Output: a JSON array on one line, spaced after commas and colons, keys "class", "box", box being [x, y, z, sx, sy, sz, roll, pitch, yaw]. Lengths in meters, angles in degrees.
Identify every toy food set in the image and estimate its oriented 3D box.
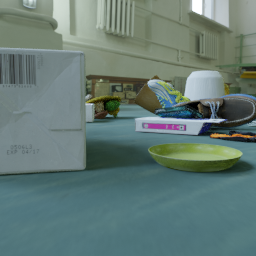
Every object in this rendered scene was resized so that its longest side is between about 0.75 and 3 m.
[{"class": "toy food set", "box": [-1.275, -0.789, 12.967, 1.619, 0.899, 2.751, -25, -10, 32]}]

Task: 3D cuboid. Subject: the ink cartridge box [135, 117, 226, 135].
[{"class": "ink cartridge box", "box": [1.409, -0.078, 7.531, 2.254, 0.418, 1.067, 1, 5, 29]}]

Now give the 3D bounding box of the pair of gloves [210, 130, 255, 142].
[{"class": "pair of gloves", "box": [2.608, 0.169, 6.390, 1.205, 0.149, 1.074, -4, 7, -41]}]

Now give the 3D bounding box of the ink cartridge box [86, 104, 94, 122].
[{"class": "ink cartridge box", "box": [-2.191, -0.604, 11.070, 1.699, 0.703, 1.245, 0, 6, -4]}]

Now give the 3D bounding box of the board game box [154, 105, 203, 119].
[{"class": "board game box", "box": [1.445, -0.408, 8.016, 0.789, 0.164, 1.166, 21, -16, -37]}]

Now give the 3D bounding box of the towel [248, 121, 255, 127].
[{"class": "towel", "box": [4.738, -0.151, 9.190, 1.329, 0.204, 0.991, -4, 8, -33]}]

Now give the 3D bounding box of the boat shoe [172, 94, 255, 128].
[{"class": "boat shoe", "box": [2.457, -0.415, 8.377, 2.760, 0.997, 0.999, -7, 1, 37]}]

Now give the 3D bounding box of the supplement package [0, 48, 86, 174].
[{"class": "supplement package", "box": [-1.512, -0.314, 4.454, 1.518, 1.500, 2.504, -1, 6, -13]}]

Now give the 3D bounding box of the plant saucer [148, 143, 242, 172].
[{"class": "plant saucer", "box": [0.914, 0.400, 3.908, 1.265, 0.196, 1.265, 1, 6, 0]}]

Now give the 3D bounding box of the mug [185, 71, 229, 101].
[{"class": "mug", "box": [3.475, -1.444, 12.606, 2.025, 2.076, 2.528, 2, 6, 21]}]

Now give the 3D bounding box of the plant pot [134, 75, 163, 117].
[{"class": "plant pot", "box": [1.375, -1.177, 12.154, 1.653, 1.541, 1.541, 41, 15, 9]}]

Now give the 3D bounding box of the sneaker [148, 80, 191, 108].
[{"class": "sneaker", "box": [1.398, -0.946, 9.820, 1.805, 0.948, 0.684, 26, -17, -16]}]
